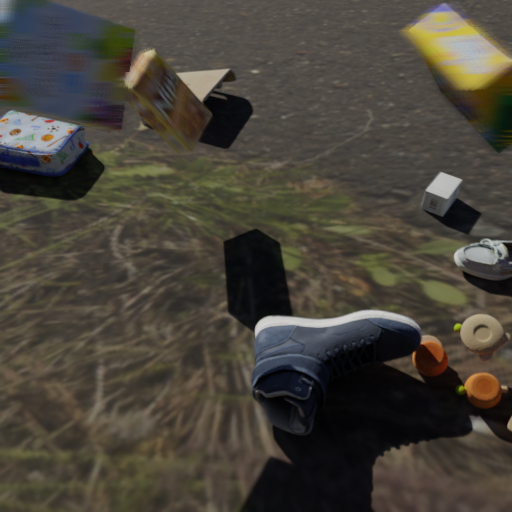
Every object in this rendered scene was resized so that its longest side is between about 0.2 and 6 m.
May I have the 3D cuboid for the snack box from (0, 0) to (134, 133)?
[{"bbox_3d":[-2.492,-2.438,7.200,1.625,1.370,0.550,6,3,-32],"label":"snack box"}]

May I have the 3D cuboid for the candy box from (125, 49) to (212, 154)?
[{"bbox_3d":[-1.611,-2.747,10.116,0.453,1.637,0.945,0,57,42],"label":"candy box"}]

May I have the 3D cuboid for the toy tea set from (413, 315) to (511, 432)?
[{"bbox_3d":[3.340,1.634,7.908,2.217,0.820,1.318,30,80,25],"label":"toy tea set"}]

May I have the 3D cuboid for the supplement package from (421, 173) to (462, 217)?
[{"bbox_3d":[3.653,-1.216,11.037,0.461,0.460,0.786,26,49,25],"label":"supplement package"}]

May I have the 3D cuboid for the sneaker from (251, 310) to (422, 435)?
[{"bbox_3d":[1.089,1.566,7.527,2.387,0.907,1.725,-5,31,10],"label":"sneaker"}]

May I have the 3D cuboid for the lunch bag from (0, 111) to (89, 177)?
[{"bbox_3d":[-4.854,-2.438,12.160,2.070,0.782,1.658,10,45,9],"label":"lunch bag"}]

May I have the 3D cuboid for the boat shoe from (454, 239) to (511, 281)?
[{"bbox_3d":[4.427,-0.013,9.588,1.976,0.634,0.728,4,43,4],"label":"boat shoe"}]

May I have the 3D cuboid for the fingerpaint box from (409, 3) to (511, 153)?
[{"bbox_3d":[3.363,-2.773,8.788,0.700,1.593,1.909,-35,49,16],"label":"fingerpaint box"}]

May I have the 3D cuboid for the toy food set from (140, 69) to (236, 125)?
[{"bbox_3d":[-1.647,-3.944,13.981,1.662,0.700,2.316,3,40,21],"label":"toy food set"}]
